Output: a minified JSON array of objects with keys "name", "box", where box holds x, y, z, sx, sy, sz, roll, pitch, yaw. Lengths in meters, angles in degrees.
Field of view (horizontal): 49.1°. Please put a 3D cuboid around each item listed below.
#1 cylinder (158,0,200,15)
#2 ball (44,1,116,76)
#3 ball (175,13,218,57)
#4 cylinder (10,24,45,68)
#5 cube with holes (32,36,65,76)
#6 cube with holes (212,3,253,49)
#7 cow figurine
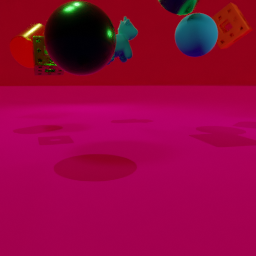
[{"name":"cylinder","box":[1.572,-4.052,7.799,1.232,1.232,1.232,-2,-19,-13]},{"name":"ball","box":[-0.864,-1.621,5.134,1.301,1.301,1.301,0,9,0]},{"name":"ball","box":[2.097,-2.852,8.641,1.283,1.283,1.283,0,9,0]},{"name":"cylinder","box":[-2.922,-2.547,8.673,1.027,1.027,1.027,3,40,18]},{"name":"cube with holes","box":[-1.990,-1.791,7.043,0.733,0.733,0.733,-4,-7,-20]},{"name":"cube with holes","box":[3.453,-3.463,9.602,1.028,1.028,1.028,-34,-4,35]},{"name":"cow figurine","box":[-0.364,-3.244,10.373,1.619,1.594,0.889,-15,1,-26]}]
